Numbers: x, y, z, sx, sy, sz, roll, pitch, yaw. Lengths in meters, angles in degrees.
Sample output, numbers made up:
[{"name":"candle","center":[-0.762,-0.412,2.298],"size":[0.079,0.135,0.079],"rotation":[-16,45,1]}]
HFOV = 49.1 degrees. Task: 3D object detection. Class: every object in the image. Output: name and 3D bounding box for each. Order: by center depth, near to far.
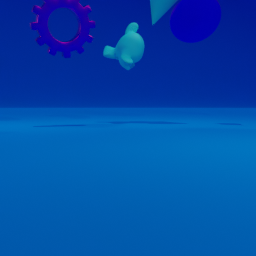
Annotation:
[{"name":"gear","center":[-1.639,-2.613,7.119],"size":[1.580,1.580,0.292],"rotation":[-2,21,-24]},{"name":"cone","center":[0.968,-3.719,8.411],"size":[1.253,1.258,1.253],"rotation":[17,24,-8]},{"name":"cone","center":[1.892,-3.608,8.476],"size":[1.463,1.463,1.468],"rotation":[0,46,-3]},{"name":"monkey head","center":[-0.125,-2.561,9.001],"size":[1.257,1.747,1.053],"rotation":[12,-29,-7]}]
